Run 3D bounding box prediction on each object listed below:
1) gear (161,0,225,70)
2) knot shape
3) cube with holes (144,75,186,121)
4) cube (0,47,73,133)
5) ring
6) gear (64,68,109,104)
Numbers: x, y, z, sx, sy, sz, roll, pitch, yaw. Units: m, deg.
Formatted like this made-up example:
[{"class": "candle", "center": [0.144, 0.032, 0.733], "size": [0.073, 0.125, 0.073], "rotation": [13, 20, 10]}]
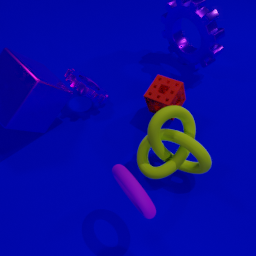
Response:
[{"class": "gear", "center": [1.811, -2.732, 8.108], "size": [0.386, 2.089, 2.089], "rotation": [-35, 58, -20]}, {"class": "knot shape", "center": [0.927, 0.287, 5.901], "size": [1.634, 1.529, 0.755], "rotation": [2, 15, 19]}, {"class": "cube with holes", "center": [0.942, -0.762, 7.049], "size": [0.713, 0.713, 0.713], "rotation": [24, 71, 28]}, {"class": "cube", "center": [-2.399, -0.817, 6.586], "size": [1.314, 1.314, 1.314], "rotation": [42, 101, 21]}, {"class": "ring", "center": [0.092, 1.069, 4.739], "size": [0.214, 1.069, 1.069], "rotation": [-36, 57, -12]}, {"class": "gear", "center": [-1.085, -1.113, 7.437], "size": [0.233, 1.260, 1.260], "rotation": [-52, 56, 15]}]
